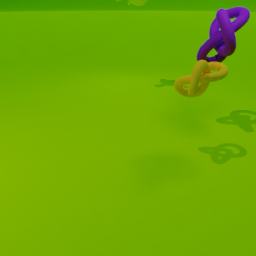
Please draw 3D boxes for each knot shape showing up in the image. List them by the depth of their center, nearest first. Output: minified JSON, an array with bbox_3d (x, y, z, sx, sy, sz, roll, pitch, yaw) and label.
[{"bbox_3d":[1.523,-1.032,6.186,1.192,0.551,1.116,-26,-8,-37],"label":"knot shape"},{"bbox_3d":[2.648,-2.640,7.691,0.846,1.830,1.713,26,73,6],"label":"knot shape"}]

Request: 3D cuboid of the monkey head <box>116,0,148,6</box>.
[{"bbox_3d":[0.233,-5.176,10.886,1.351,1.131,1.878,-54,32,-10],"label":"monkey head"}]
